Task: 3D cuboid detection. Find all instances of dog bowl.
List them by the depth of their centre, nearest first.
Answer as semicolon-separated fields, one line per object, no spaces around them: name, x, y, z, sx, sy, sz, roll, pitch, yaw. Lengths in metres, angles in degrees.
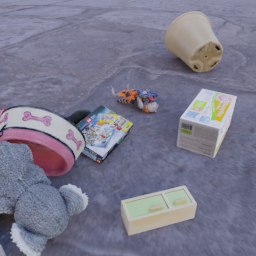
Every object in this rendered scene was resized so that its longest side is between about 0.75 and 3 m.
dog bowl;-2.766;0.546;8.691;2.735;2.735;1.008;5;54;8

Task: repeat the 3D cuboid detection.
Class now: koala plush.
koala plush;-2.583;1.863;7.202;2.640;2.426;2.341;34;46;23

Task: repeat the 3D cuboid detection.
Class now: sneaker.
sneaker;-2.419;-0.004;11.110;2.246;0.674;1.171;-15;37;-13

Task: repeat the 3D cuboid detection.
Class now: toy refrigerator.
toy refrigerator;0.836;2.242;7.780;1.953;0.683;0.741;-9;35;-14

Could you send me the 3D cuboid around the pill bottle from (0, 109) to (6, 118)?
pill bottle;-5.274;-0.183;10.893;2.031;1.147;1.147;0;35;1

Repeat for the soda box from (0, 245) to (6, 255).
soda box;-4.272;2.990;6.517;2.775;0.880;0.947;9;36;13

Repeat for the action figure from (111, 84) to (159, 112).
action figure;0.560;-1.320;13.000;2.106;1.139;2.177;31;19;27

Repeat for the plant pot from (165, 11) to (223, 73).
plant pot;4.054;-4.836;16.474;2.996;2.996;2.742;-8;46;-12

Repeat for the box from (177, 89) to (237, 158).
box;3.089;-0.283;10.839;1.480;1.334;2.631;17;39;23

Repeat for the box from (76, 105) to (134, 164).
box;-1.033;0.157;10.656;1.619;0.447;2.370;30;42;13
